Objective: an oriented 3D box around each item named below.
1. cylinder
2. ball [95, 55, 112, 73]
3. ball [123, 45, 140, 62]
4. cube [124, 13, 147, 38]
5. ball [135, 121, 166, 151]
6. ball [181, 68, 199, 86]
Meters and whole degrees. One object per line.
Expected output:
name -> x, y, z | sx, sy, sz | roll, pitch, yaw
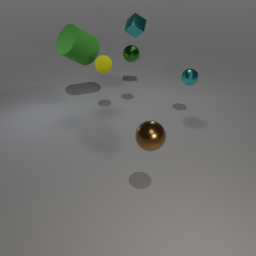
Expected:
cylinder -> -2.243, -3.701, 12.552 | 1.400, 1.400, 1.400 | 29, 8, 40
ball -> -0.989, -2.570, 11.282 | 0.700, 0.700, 0.700 | 0, 30, 0
ball -> 0.138, -3.105, 11.709 | 0.700, 0.700, 0.700 | 0, 30, 0
cube -> 0.352, -4.835, 13.228 | 0.700, 0.700, 0.700 | 23, -22, -28
ball -> 0.514, 0.179, 6.374 | 0.700, 0.700, 0.700 | 0, 30, 0
ball -> 2.515, -2.064, 11.372 | 0.700, 0.700, 0.700 | 0, 30, 0
